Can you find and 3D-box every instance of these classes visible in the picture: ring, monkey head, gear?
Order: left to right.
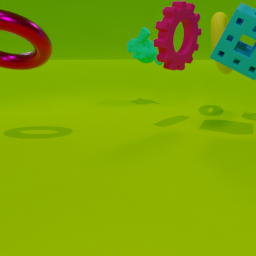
[{"bbox_3d":[-2.324,-1.626,5.358,1.707,0.341,1.707,1,-18,0],"label":"ring"},{"bbox_3d":[0.603,-2.845,9.666,0.964,1.151,1.600,-8,50,-43],"label":"monkey head"},{"bbox_3d":[1.163,-2.074,6.398,0.275,1.484,1.484,22,25,39],"label":"gear"},{"bbox_3d":[2.713,-2.395,7.982,0.349,1.746,1.746,-6,10,30],"label":"ring"}]

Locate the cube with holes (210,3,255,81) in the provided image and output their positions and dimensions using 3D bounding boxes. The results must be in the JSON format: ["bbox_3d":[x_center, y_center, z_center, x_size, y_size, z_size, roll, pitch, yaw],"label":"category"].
[{"bbox_3d":[2.508,-1.821,5.848,1.029,1.029,1.029,30,37,9],"label":"cube with holes"}]
